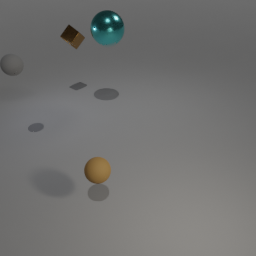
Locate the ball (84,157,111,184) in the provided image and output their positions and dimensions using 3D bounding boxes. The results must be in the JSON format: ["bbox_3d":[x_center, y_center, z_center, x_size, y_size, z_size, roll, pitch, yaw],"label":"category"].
[{"bbox_3d":[-0.795,1.106,7.329,0.700,0.700,0.700,0,32,0],"label":"ball"}]

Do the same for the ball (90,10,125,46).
[{"bbox_3d":[-0.837,-4.073,11.479,1.400,1.400,1.400,0,32,0],"label":"ball"}]

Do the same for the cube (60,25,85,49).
[{"bbox_3d":[-2.576,-4.235,13.056,0.700,0.700,0.700,40,7,12],"label":"cube"}]

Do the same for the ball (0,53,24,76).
[{"bbox_3d":[-3.703,-2.018,8.939,0.700,0.700,0.700,0,32,0],"label":"ball"}]
